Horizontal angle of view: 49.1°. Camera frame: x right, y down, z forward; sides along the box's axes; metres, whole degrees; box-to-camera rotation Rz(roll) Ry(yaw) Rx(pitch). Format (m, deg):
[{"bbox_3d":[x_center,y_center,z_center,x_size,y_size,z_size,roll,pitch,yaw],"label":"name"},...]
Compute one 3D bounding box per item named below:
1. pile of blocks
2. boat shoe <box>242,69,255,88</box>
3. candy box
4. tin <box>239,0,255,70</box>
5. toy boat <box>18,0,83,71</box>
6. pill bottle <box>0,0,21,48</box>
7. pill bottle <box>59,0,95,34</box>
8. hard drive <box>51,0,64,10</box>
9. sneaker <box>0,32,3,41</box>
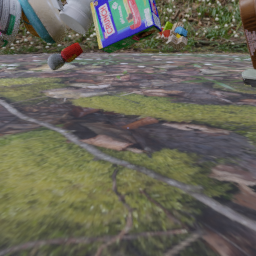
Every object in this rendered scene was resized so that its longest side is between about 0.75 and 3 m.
[{"bbox_3d":[1.655,-3.655,10.640,0.693,0.916,2.231,26,19,-22],"label":"pile of blocks"},{"bbox_3d":[3.419,-1.135,6.887,0.443,0.374,1.243,-38,40,-21],"label":"boat shoe"},{"bbox_3d":[-0.055,-1.861,4.690,1.039,0.878,0.400,-16,-8,28],"label":"candy box"},{"bbox_3d":[3.714,-2.686,7.921,0.532,2.539,1.422,-4,30,42],"label":"tin"},{"bbox_3d":[-2.477,-2.960,8.664,1.264,2.719,2.286,-32,52,0],"label":"toy boat"},{"bbox_3d":[-4.153,-3.068,7.165,2.406,1.361,1.361,10,8,-41],"label":"pill bottle"},{"bbox_3d":[-0.936,-3.574,7.465,1.117,2.013,1.117,31,-7,4],"label":"pill bottle"},{"bbox_3d":[-1.853,-3.278,7.102,0.101,0.498,0.756,-29,35,-11],"label":"hard drive"},{"bbox_3d":[-3.551,-1.987,7.052,1.216,0.536,0.495,-28,-14,30],"label":"sneaker"}]
